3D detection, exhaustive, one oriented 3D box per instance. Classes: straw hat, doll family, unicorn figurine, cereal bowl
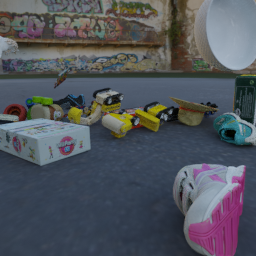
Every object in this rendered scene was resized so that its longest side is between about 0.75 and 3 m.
[{"bbox_3d":[2.259,-0.508,10.030,1.914,0.810,1.914,14,10,-3],"label":"straw hat"},{"bbox_3d":[-1.718,-0.594,10.694,1.848,0.725,1.068,-11,21,-29],"label":"doll family"},{"bbox_3d":[-2.941,-1.868,6.135,0.477,1.292,0.888,14,55,29],"label":"unicorn figurine"},{"bbox_3d":[3.087,-3.071,9.011,2.556,2.556,1.065,-7,6,-27],"label":"cereal bowl"}]

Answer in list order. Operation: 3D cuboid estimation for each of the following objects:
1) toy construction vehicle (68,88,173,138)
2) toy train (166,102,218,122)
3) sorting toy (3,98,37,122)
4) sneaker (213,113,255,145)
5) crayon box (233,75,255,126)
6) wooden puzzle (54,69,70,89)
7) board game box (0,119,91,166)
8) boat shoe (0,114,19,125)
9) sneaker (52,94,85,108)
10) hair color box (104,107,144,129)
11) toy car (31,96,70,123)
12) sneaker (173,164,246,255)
[{"bbox_3d":[-0.210,-0.365,9.214,2.428,0.982,2.789,26,29,25],"label":"toy construction vehicle"},{"bbox_3d":[2.452,-0.606,10.965,2.663,0.610,0.454,-8,19,-24],"label":"toy train"},{"bbox_3d":[-3.547,-0.464,10.096,1.717,1.032,0.705,6,-22,-4],"label":"sorting toy"},{"bbox_3d":[2.897,0.030,7.967,0.751,0.731,1.887,-11,14,-8],"label":"sneaker"},{"bbox_3d":[4.284,-0.999,10.041,0.718,1.750,2.783,6,14,27],"label":"crayon box"},{"bbox_3d":[-2.889,-2.207,12.236,0.079,0.664,1.119,33,47,3],"label":"wooden puzzle"},{"bbox_3d":[-2.170,0.251,7.022,2.012,0.647,1.484,9,16,39],"label":"board game box"},{"bbox_3d":[-4.434,-0.214,9.175,1.616,0.503,0.603,6,11,-8],"label":"boat shoe"},{"bbox_3d":[-2.945,-1.307,13.727,1.810,0.741,0.663,1,13,8],"label":"sneaker"},{"bbox_3d":[0.137,-0.361,9.927,1.806,0.553,0.917,-13,18,-42],"label":"hair color box"},{"bbox_3d":[-2.462,-0.472,9.403,1.045,1.088,1.324,11,10,41],"label":"toy car"},{"bbox_3d":[0.988,0.962,3.658,0.909,0.838,2.060,5,5,25],"label":"sneaker"}]
